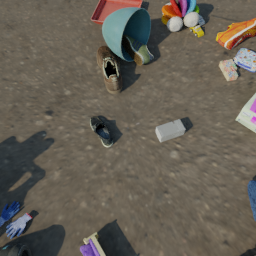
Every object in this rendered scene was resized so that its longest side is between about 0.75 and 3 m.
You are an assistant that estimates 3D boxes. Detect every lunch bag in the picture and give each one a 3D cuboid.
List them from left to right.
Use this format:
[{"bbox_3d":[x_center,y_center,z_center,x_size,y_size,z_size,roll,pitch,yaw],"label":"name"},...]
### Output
[{"bbox_3d":[4.603,-2.609,10.808,1.006,0.380,0.806,29,65,16],"label":"lunch bag"}]

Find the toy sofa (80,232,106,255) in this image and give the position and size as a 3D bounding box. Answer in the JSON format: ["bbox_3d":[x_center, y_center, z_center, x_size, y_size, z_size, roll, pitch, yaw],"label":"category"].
[{"bbox_3d":[-0.738,3.321,7.051,0.587,0.498,1.203,-28,62,-18],"label":"toy sofa"}]

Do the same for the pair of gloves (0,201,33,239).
[{"bbox_3d":[-3.179,2.524,7.765,0.987,0.112,0.793,33,66,24],"label":"pair of gloves"}]

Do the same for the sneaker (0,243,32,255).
[{"bbox_3d":[-3.074,4.107,6.395,1.095,1.041,2.762,-3,49,9],"label":"sneaker"}]

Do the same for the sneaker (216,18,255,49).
[{"bbox_3d":[4.654,-4.065,11.435,2.360,0.861,0.910,-27,60,-17],"label":"sneaker"}]

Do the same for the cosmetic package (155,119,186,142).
[{"bbox_3d":[1.367,0.089,9.129,0.865,0.390,0.462,-18,62,-15],"label":"cosmetic package"}]

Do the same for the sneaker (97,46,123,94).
[{"bbox_3d":[-0.649,-2.391,10.365,0.821,0.881,2.332,-14,60,-9],"label":"sneaker"}]

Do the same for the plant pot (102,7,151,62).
[{"bbox_3d":[-0.197,-3.673,10.619,1.307,1.941,1.941,28,62,24],"label":"plant pot"}]

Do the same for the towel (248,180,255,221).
[{"bbox_3d":[4.596,2.010,7.696,2.330,0.565,1.301,1,46,2],"label":"towel"}]

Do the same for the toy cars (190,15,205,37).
[{"bbox_3d":[2.986,-4.459,11.986,0.624,0.308,1.393,9,59,6],"label":"toy cars"}]

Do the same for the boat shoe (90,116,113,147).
[{"bbox_3d":[-0.885,0.029,9.135,0.474,0.421,1.268,-21,60,-12],"label":"boat shoe"}]

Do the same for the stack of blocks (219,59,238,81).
[{"bbox_3d":[3.858,-2.195,10.618,0.482,0.245,0.837,-11,59,-7],"label":"stack of blocks"}]

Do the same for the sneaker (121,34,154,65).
[{"bbox_3d":[0.397,-3.102,10.993,0.714,0.533,1.590,-20,62,-26],"label":"sneaker"}]

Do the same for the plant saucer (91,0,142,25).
[{"bbox_3d":[-0.469,-5.087,12.359,1.890,0.347,1.893,12,58,7],"label":"plant saucer"}]

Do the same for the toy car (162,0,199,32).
[{"bbox_3d":[2.179,-4.943,11.691,1.607,1.205,1.406,-14,58,3],"label":"toy car"}]

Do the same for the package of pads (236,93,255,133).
[{"bbox_3d":[5.213,-0.658,9.278,2.035,0.898,2.634,37,65,21],"label":"package of pads"}]
